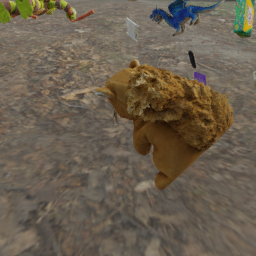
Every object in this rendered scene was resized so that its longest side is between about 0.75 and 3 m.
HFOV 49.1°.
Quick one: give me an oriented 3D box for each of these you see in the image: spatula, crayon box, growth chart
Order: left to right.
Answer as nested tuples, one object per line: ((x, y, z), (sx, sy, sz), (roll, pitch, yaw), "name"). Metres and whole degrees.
((0.158, -3.495, 10.038), (0.086, 0.966, 0.699), (-42, 76, -11), "growth chart")
((1.852, -1.604, 7.604), (0.405, 1.431, 0.147), (30, 81, 36), "spatula")
((3.355, -3.221, 8.088), (0.305, 1.047, 0.622), (8, 5, 43), "crayon box")

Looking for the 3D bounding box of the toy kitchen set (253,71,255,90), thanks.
((4.100, -1.940, 7.188), (1.803, 1.998, 1.630), (-10, 26, 27), "toy kitchen set")

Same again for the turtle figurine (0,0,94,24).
((-1.990, -2.737, 6.284), (2.172, 0.699, 1.751), (8, 25, 11), "turtle figurine")

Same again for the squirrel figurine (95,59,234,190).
((0.410, -0.291, 3.725), (1.263, 1.784, 1.665), (-40, 77, -18), "squirrel figurine")

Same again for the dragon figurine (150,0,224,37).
((1.820, -3.939, 9.367), (2.503, 1.244, 0.737), (-21, 7, 47), "dragon figurine")
